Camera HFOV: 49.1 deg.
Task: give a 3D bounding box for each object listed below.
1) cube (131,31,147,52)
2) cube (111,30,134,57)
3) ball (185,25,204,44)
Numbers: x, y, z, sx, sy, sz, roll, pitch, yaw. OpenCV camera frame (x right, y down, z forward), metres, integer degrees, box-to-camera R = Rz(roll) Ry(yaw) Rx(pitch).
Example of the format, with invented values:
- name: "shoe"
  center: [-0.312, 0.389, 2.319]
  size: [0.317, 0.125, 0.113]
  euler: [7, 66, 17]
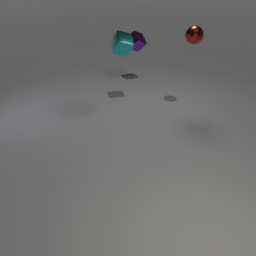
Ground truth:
- name: "cube"
  center: [0.427, -4.517, 14.618]
  size: [0.700, 0.700, 0.700]
  euler: [-1, 63, -48]
- name: "cube"
  center: [-0.232, -3.539, 11.754]
  size: [0.700, 0.700, 0.700]
  euler: [6, 56, -25]
- name: "ball"
  center: [2.564, -3.591, 10.815]
  size: [0.700, 0.700, 0.700]
  euler: [0, 30, 0]
